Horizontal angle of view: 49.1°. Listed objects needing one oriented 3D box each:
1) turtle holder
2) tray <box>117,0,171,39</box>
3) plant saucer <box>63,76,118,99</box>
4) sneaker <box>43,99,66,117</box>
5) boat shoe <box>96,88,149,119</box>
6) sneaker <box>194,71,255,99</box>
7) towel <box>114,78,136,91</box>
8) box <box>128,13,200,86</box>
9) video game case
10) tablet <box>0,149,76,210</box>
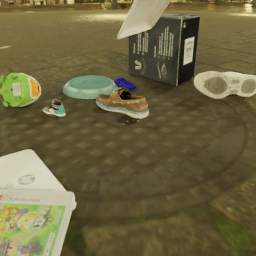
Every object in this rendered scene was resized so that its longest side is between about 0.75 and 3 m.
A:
[{"bbox_3d":[-4.010,-1.317,10.382,1.167,1.643,1.249,-10,69,-54],"label":"turtle holder"},{"bbox_3d":[0.580,-3.717,8.552,1.486,0.307,2.767,-25,-5,-21],"label":"tray"},{"bbox_3d":[-1.608,-1.835,12.078,2.402,0.329,2.402,0,27,0],"label":"plant saucer"},{"bbox_3d":[-2.605,-0.752,9.765,0.919,0.555,0.384,12,30,21],"label":"sneaker"},{"bbox_3d":[-0.217,-1.020,10.009,2.202,0.797,0.796,16,32,28],"label":"boat shoe"},{"bbox_3d":[3.884,-1.841,11.552,2.718,1.059,1.351,4,20,-12],"label":"sneaker"},{"bbox_3d":[-0.108,-1.902,12.060,0.843,0.209,0.623,37,40,23],"label":"towel"},{"bbox_3d":[1.572,-3.777,13.021,2.885,2.837,1.694,21,34,34],"label":"box"},{"bbox_3d":[-2.332,2.028,4.526,2.423,0.294,2.662,2,34,3],"label":"video game case"},{"bbox_3d":[-2.539,1.326,6.249,1.789,0.188,2.749,-19,34,-32],"label":"tablet"}]
